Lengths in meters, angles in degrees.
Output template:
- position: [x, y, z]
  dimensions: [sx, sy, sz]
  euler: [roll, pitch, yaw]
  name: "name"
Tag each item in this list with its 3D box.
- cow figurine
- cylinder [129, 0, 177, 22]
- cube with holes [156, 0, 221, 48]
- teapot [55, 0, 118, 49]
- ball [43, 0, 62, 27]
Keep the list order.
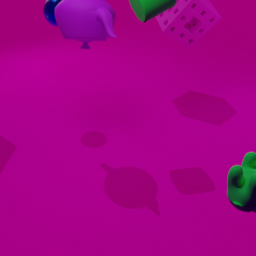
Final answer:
- position: [1.403, 0.736, 3.132]
  dimensions: [0.902, 0.887, 0.495]
  euler: [-21, 30, -41]
  name: "cow figurine"
- position: [0.505, -2.794, 5.965]
  dimensions: [0.782, 0.782, 0.782]
  euler: [-30, 39, -4]
  name: "cylinder"
- position: [1.861, -3.763, 9.142]
  dimensions: [1.356, 1.356, 1.356]
  euler: [15, 45, -38]
  name: "cube with holes"
- position: [-0.852, -2.159, 5.870]
  dimensions: [1.257, 0.990, 2.021]
  euler: [-10, 18, -40]
  name: "teapot"
- position: [-1.871, -3.094, 7.471]
  dimensions: [0.750, 0.750, 0.750]
  euler: [0, 34, 0]
  name: "ball"
